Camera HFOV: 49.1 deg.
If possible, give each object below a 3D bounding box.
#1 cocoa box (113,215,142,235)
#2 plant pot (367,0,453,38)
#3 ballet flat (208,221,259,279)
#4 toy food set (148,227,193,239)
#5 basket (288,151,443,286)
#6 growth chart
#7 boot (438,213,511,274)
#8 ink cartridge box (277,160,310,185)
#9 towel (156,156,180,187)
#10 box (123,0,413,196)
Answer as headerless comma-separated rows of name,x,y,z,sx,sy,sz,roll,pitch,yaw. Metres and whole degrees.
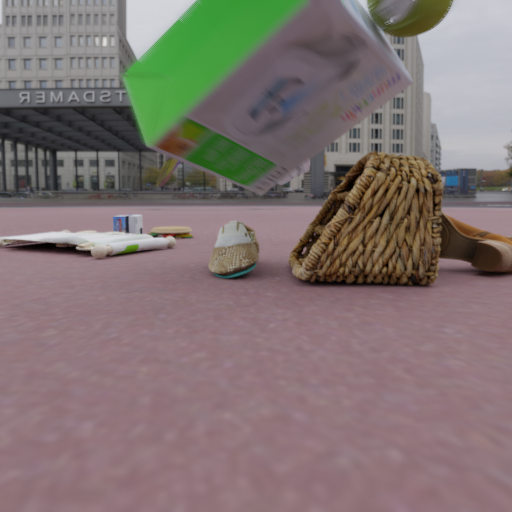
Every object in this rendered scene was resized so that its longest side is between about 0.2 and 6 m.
cocoa box,-3.530,-0.809,15.429,0.612,0.622,0.933,0,6,1
plant pot,2.016,-3.499,7.609,1.232,1.232,1.316,3,32,22
ballet flat,-0.370,-0.168,9.047,0.824,0.763,2.336,-9,6,0
toy food set,-2.340,-0.634,15.387,1.189,0.289,1.177,-3,7,-24
basket,1.484,-0.626,8.409,1.926,1.845,2.585,1,6,2
growth chart,-3.864,-0.350,12.593,4.089,0.363,2.959,4,7,31
boot,3.491,-0.278,9.135,1.463,0.723,1.885,-2,21,-45
ink cartridge box,0.804,-2.329,13.597,0.488,0.838,1.159,25,40,32
towel,-1.872,-2.468,13.333,0.192,1.211,1.686,26,42,-4
box,0.193,-2.661,8.369,3.164,1.530,2.792,-34,-29,26
